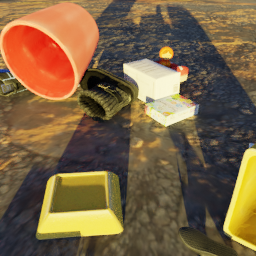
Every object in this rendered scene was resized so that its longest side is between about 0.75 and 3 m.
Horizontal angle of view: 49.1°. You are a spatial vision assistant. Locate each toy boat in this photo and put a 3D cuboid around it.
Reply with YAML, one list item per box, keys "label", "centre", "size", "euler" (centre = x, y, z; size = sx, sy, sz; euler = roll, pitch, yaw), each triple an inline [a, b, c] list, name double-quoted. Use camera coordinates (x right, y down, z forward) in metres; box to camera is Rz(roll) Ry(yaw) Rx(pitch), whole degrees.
- label: "toy boat"
  centre: [1.632, -2.764, 12.081]
  size: [1.451, 1.454, 2.224]
  euler: [-16, 35, -25]

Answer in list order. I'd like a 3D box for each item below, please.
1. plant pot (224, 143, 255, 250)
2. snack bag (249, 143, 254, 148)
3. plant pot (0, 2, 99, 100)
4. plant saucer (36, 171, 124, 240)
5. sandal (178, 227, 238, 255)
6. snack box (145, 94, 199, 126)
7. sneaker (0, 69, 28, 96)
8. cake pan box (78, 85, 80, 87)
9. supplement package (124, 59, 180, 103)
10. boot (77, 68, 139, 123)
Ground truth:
- label: "plant pot"
  centre: [3.283, 1.170, 5.240]
  size: [1.991, 1.978, 2.036]
  euler: [22, 32, 32]
- label: "snack bag"
  centre: [3.747, 0.829, 7.451]
  size: [1.062, 0.121, 1.126]
  euler: [13, 34, 21]
- label: "plant pot"
  centre: [-2.531, -2.956, 10.087]
  size: [2.979, 2.979, 2.636]
  euler: [11, 48, 17]
- label: "plant saucer"
  centre: [-1.007, 1.500, 6.062]
  size: [1.720, 0.417, 1.720]
  euler: [-2, 31, -5]
- label: "sandal"
  centre: [1.419, 2.199, 5.109]
  size: [1.120, 0.268, 0.421]
  euler: [24, 36, 14]
- label: "snack box"
  centre: [1.507, -0.655, 9.614]
  size: [1.532, 0.406, 1.089]
  euler: [-20, 37, -30]
- label: "sneaker"
  centre: [-4.321, -1.791, 11.047]
  size: [2.990, 1.048, 1.165]
  euler: [-5, 41, -4]
- label: "cake pan box"
  centre: [-2.420, -1.896, 11.869]
  size: [0.747, 0.212, 0.811]
  euler: [12, 33, 23]
- label: "supplement package"
  centre: [0.855, -1.769, 10.709]
  size: [1.128, 1.171, 2.059]
  euler: [-20, 37, -28]
- label: "boot"
  centre: [-1.201, -1.269, 10.014]
  size: [2.753, 1.036, 2.059]
  euler: [20, 37, 29]
